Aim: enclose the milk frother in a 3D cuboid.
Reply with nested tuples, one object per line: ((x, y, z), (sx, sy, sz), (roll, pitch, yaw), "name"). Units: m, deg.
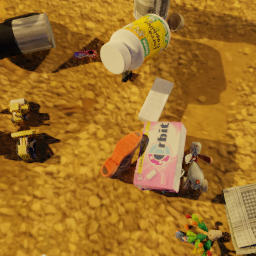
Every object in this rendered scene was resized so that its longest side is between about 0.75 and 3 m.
((-4.617, -4.475, 11.647), (2.433, 2.587, 2.334), (-15, 69, -5), "milk frother")

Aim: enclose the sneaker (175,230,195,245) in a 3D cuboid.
((2.065, 4.045, 10.202), (0.778, 0.293, 0.305), (28, 83, 17), "sneaker")

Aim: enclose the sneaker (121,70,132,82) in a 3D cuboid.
((-0.127, -2.229, 12.056), (0.377, 0.316, 0.831), (15, 42, 22), "sneaker")

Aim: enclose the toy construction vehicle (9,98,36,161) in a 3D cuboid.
((-4.904, 0.010, 11.086), (2.302, 0.931, 2.644), (-6, 73, -2), "toy construction vehicle")

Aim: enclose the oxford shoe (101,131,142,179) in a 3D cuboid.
((-0.126, 1.048, 10.691), (2.118, 0.772, 0.755), (-49, 46, 3), "oxford shoe")

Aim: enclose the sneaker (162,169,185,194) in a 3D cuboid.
((1.659, 1.940, 10.742), (1.204, 0.467, 0.520), (-41, 74, -12), "sneaker")

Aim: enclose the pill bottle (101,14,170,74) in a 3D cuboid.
((0.300, -3.357, 11.299), (1.646, 1.646, 2.919), (41, 55, 12), "pill bottle")

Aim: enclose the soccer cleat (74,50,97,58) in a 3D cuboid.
((-1.905, -3.314, 12.411), (1.024, 0.392, 0.342), (1, 73, 0), "soccer cleat")

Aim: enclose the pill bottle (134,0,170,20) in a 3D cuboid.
((1.064, -5.828, 11.901), (1.618, 2.844, 1.618), (0, 73, 0), "pill bottle")

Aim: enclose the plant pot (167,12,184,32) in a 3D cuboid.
((2.250, -4.786, 12.744), (0.545, 0.812, 0.812), (-7, 68, -41), "plant pot")

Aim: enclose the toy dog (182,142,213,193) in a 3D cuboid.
((2.552, 1.482, 10.610), (1.318, 0.962, 1.998), (-15, 74, -6), "toy dog")

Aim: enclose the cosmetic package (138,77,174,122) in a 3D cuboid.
((1.162, -1.100, 11.662), (0.804, 0.493, 1.947), (24, 74, 7), "cosmetic package")

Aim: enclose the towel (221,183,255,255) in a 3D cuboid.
((4.867, 3.291, 10.334), (2.359, 0.423, 2.450), (-8, 74, -3), "towel")

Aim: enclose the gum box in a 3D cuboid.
((1.230, 1.116, 10.518), (1.487, 0.867, 2.621), (3, 71, 26), "gum box")

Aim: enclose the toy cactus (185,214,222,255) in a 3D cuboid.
((2.754, 3.838, 10.027), (1.314, 0.814, 1.592), (-3, 54, -16), "toy cactus")
